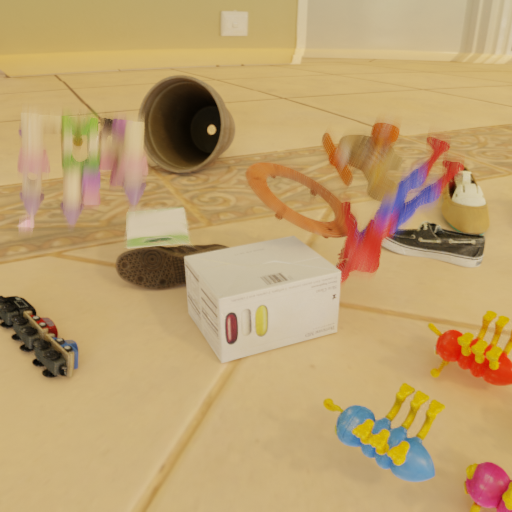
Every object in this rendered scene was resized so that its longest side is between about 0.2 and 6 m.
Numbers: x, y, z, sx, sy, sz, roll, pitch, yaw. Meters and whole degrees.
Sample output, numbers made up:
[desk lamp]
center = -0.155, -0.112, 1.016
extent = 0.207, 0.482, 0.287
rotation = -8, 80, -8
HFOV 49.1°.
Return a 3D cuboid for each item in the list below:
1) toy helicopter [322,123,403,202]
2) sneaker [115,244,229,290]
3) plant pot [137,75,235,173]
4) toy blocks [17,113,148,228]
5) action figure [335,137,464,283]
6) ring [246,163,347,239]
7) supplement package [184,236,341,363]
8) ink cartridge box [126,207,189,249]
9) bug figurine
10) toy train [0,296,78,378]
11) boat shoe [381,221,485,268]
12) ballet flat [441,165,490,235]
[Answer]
[toy helicopter]
center = 1.650, -1.378, 8.435
extent = 1.196, 0.713, 1.808
rotation = 4, 37, -7
[sneaker]
center = -1.417, 0.166, 10.137
extent = 2.154, 0.759, 0.814
rotation = -1, 7, -10
[plant pot]
center = -1.742, -3.743, 16.317
extent = 2.642, 2.642, 2.293
rotation = 9, 11, 17
[toy blocks]
center = -3.096, -1.470, 9.801
extent = 2.087, 1.880, 2.233
rotation = -3, 15, -25
[action figure]
center = 1.970, -0.709, 9.099
extent = 2.664, 0.869, 1.319
rotation = -50, 30, -3
[ring]
center = 0.722, -0.917, 9.332
extent = 2.024, 0.194, 2.024
rotation = 23, 30, -14
[supplement package]
center = 0.075, 0.589, 8.589
extent = 1.941, 1.076, 1.512
rotation = -12, 28, -22
[ink cartridge box]
center = -1.753, -0.396, 9.959
extent = 1.074, 0.354, 1.476
rotation = -6, 32, -9
[bug figurine]
center = 2.535, 1.856, 6.255
extent = 2.662, 0.883, 3.432
rotation = 29, 34, 35
[toy train]
center = -3.248, 1.143, 8.286
extent = 0.564, 0.420, 2.462
rotation = -7, 23, -42
[boat shoe]
center = 3.425, -0.349, 11.019
extent = 2.049, 0.652, 0.724
rotation = 13, 29, 25
[ballet flat]
center = 4.741, -1.385, 12.869
extent = 0.985, 0.905, 2.871
rotation = 3, 26, 7
